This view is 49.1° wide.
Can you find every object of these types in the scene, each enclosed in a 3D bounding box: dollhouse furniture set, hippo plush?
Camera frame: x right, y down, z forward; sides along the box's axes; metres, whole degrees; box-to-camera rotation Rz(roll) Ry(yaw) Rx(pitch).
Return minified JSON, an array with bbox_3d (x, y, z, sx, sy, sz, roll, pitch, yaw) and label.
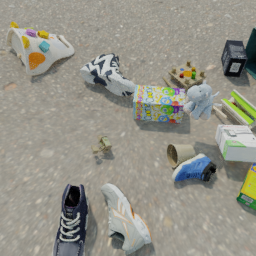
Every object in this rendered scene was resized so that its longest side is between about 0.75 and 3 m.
[{"bbox_3d":[-1.063,0.485,10.125,0.686,0.431,0.776,-2,49,-37],"label":"dollhouse furniture set"},{"bbox_3d":[2.500,-0.907,9.374,1.340,1.077,1.067,-8,66,11],"label":"hippo plush"}]

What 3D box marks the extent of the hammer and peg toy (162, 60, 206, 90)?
[{"bbox_3d":[2.441,-2.328,12.584,1.795,0.633,1.321,-27,55,-21],"label":"hammer and peg toy"}]

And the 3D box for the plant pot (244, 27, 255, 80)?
[{"bbox_3d":[7.057,-3.427,12.649,2.761,1.951,1.950,-14,50,-13],"label":"plant pot"}]

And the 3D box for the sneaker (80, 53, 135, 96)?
[{"bbox_3d":[-0.571,-2.559,12.460,2.737,1.093,1.781,20,61,29],"label":"sneaker"}]

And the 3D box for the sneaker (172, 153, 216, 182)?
[{"bbox_3d":[2.293,1.507,9.407,1.563,0.600,0.869,-24,45,-27],"label":"sneaker"}]

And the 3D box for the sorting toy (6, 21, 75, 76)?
[{"bbox_3d":[-4.185,-4.125,13.830,2.681,1.591,2.979,-14,49,-36],"label":"sorting toy"}]

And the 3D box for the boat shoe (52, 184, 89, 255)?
[{"bbox_3d":[-1.663,2.828,7.910,0.970,1.205,2.598,0,50,0],"label":"boat shoe"}]

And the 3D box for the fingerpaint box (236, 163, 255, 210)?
[{"bbox_3d":[4.492,2.068,8.949,1.584,0.581,1.322,26,55,20],"label":"fingerpaint box"}]

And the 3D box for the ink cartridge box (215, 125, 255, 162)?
[{"bbox_3d":[3.833,0.503,9.875,1.115,0.644,1.533,3,28,2],"label":"ink cartridge box"}]

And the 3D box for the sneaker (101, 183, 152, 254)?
[{"bbox_3d":[-0.317,2.651,8.340,1.039,0.855,2.260,-31,55,-18],"label":"sneaker"}]

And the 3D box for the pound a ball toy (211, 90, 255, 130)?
[{"bbox_3d":[4.249,-0.646,11.241,1.191,0.776,1.827,-39,56,2],"label":"pound a ball toy"}]

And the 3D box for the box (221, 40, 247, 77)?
[{"bbox_3d":[4.917,-3.262,13.071,0.765,1.085,1.466,6,51,4],"label":"box"}]

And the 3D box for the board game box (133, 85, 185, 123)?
[{"bbox_3d":[1.216,-0.961,11.200,1.963,1.011,1.029,5,50,4],"label":"board game box"}]

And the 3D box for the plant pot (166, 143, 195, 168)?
[{"bbox_3d":[1.884,0.916,9.843,0.776,0.848,0.848,-6,49,-20],"label":"plant pot"}]
